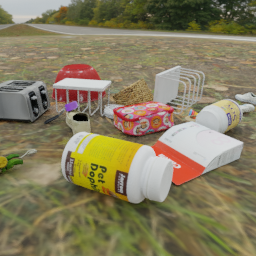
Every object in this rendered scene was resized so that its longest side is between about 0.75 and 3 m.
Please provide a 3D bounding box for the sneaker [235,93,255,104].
[{"bbox_3d":[6.278,-1.614,14.571,0.506,0.490,1.385,-22,32,-40],"label":"sneaker"}]

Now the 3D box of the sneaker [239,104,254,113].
[{"bbox_3d":[5.326,-0.859,13.055,1.070,0.409,0.432,-1,30,14],"label":"sneaker"}]

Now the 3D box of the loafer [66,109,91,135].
[{"bbox_3d":[-1.910,-0.304,11.133,0.865,0.780,2.286,0,25,-26],"label":"loafer"}]

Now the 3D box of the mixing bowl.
[{"bbox_3d":[-2.746,-2.601,15.452,2.998,1.624,2.998,0,23,0],"label":"mixing bowl"}]

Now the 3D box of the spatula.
[{"bbox_3d":[-2.865,-0.614,11.871,1.652,0.170,0.467,-33,49,5],"label":"spatula"}]

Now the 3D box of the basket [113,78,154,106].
[{"bbox_3d":[0.277,-1.377,13.882,1.419,1.481,1.989,-25,10,31],"label":"basket"}]

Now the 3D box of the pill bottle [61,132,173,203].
[{"bbox_3d":[-0.267,1.044,7.332,2.708,1.479,1.479,11,26,24],"label":"pill bottle"}]

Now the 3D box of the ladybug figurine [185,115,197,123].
[{"bbox_3d":[2.873,-0.292,11.741,1.001,0.360,0.679,-1,24,-3],"label":"ladybug figurine"}]

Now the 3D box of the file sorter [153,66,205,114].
[{"bbox_3d":[2.519,-1.867,13.702,1.542,1.718,2.476,19,30,29],"label":"file sorter"}]

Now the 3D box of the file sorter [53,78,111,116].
[{"bbox_3d":[-2.050,-1.426,12.989,2.257,1.405,1.566,5,22,9],"label":"file sorter"}]

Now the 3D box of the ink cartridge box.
[{"bbox_3d":[1.943,0.654,9.206,2.814,0.803,2.287,-10,25,-34],"label":"ink cartridge box"}]

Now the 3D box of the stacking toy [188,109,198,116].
[{"bbox_3d":[3.049,-0.480,12.227,0.802,0.440,0.465,18,24,10],"label":"stacking toy"}]

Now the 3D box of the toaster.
[{"bbox_3d":[-4.943,-1.236,12.619,2.332,1.384,2.109,3,23,9],"label":"toaster"}]

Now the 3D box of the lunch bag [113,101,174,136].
[{"bbox_3d":[0.569,-0.476,11.575,2.270,0.930,1.999,-12,22,-23],"label":"lunch bag"}]

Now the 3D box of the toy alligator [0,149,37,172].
[{"bbox_3d":[-3.735,1.110,8.384,2.102,0.505,0.697,-14,-5,-27],"label":"toy alligator"}]

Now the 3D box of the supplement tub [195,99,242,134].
[{"bbox_3d":[3.533,-0.386,10.915,1.664,1.209,1.209,-21,32,-39],"label":"supplement tub"}]

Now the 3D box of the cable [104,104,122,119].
[{"bbox_3d":[-0.536,-0.727,12.710,1.115,0.386,1.116,1,24,-1],"label":"cable"}]
